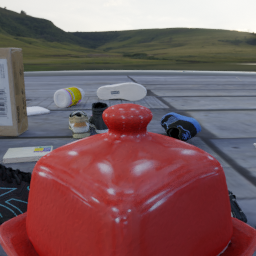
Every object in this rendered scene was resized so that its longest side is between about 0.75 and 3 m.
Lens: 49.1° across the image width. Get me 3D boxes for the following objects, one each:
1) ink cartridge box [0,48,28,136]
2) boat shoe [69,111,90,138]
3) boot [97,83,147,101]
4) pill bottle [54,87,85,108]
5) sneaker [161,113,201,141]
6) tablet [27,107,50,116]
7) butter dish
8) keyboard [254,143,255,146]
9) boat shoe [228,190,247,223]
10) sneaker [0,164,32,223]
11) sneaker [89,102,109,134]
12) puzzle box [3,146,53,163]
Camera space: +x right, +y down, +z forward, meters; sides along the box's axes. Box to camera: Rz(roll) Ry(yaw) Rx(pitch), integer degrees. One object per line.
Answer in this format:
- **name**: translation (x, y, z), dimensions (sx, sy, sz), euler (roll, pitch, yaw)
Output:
- **ink cartridge box**: translation (-4.674, -1.198, 9.214), dimensions (2.336, 2.836, 1.065), euler (0, 15, -1)
- **boat shoe**: translation (-1.681, -0.250, 9.777), dimensions (0.784, 0.717, 2.097), euler (-7, 15, -16)
- **boot**: translation (-0.276, -2.286, 16.816), dimensions (2.993, 1.089, 1.352), euler (3, 20, 14)
- **pill bottle**: translation (-3.013, -1.660, 14.760), dimensions (0.947, 0.947, 1.817), euler (6, 16, 21)
- **sneaker**: translation (1.439, -0.002, 8.902), dimensions (0.768, 0.692, 1.973), euler (-31, 15, -16)
- **tablet**: translation (-4.972, -0.712, 12.700), dimensions (2.415, 0.165, 1.572), euler (-11, 18, -38)
- **butter dish**: translation (-0.011, 0.694, 3.591), dimensions (2.739, 2.025, 2.732), euler (-12, 20, -40)
- **keyboard**: translation (4.731, 0.770, 7.014), dimensions (0.844, 0.160, 2.999), euler (-9, 17, -31)
- **boat shoe**: translation (1.657, 1.235, 4.714), dimensions (0.374, 0.421, 1.127), euler (0, 16, -2)
- **sneaker**: translation (-2.026, 1.019, 4.481), dimensions (2.471, 0.979, 0.932), euler (-6, 14, -28)
- **sneaker**: translation (-1.052, -0.505, 10.242), dimensions (0.710, 0.996, 2.008), euler (-6, 14, -16)
- **puzzle box**: translation (-2.580, 0.686, 7.344), dimensions (1.170, 0.149, 0.778), euler (-3, 14, -11)
